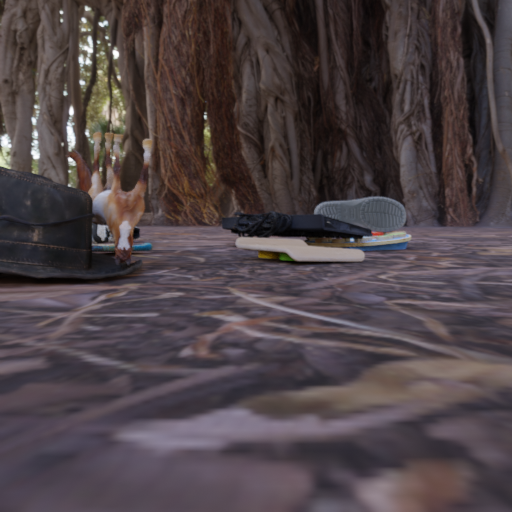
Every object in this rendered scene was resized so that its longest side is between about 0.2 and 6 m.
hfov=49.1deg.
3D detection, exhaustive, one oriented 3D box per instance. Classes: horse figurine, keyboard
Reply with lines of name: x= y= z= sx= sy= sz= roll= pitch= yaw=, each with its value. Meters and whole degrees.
horse figurine: x=-2.133 y=-0.950 z=8.210 sx=0.628 sy=1.666 sz=2.514 roll=-1 pitch=14 yaw=-35
keyboard: x=0.521 y=-0.450 z=13.246 sx=2.240 sy=0.853 sz=4.304 roll=12 pitch=-5 yaw=-32

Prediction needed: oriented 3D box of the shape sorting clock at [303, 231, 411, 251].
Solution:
shape sorting clock: x=2.468 y=-0.431 z=13.833 sx=2.627 sy=0.515 sz=2.627 roll=0 pitch=3 yaw=0

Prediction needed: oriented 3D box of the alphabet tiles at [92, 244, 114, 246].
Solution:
alphabet tiles: x=-4.341 y=-0.213 z=13.848 sx=2.252 sy=0.071 sz=1.874 roll=-3 pitch=5 yaw=-42

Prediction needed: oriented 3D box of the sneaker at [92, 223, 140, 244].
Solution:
sneaker: x=-4.200 y=-0.748 z=16.680 sx=0.891 sy=0.769 sz=2.032 roll=2 pitch=5 yaw=18

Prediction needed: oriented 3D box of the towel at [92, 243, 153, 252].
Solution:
towel: x=-3.058 y=-0.167 z=11.454 sx=1.160 sy=0.172 sz=1.581 roll=-2 pitch=-1 yaw=34

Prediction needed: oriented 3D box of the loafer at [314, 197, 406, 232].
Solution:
loafer: x=2.606 y=-1.078 z=14.249 sx=2.376 sy=0.893 sz=0.828 roll=3 pitch=5 yaw=-4

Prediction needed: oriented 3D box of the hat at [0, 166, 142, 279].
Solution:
hat: x=-3.263 y=-0.474 z=7.366 sx=3.556 sy=1.435 sz=3.556 roll=2 pitch=4 yaw=0

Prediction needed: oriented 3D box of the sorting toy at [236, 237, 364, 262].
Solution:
sorting toy: x=0.739 y=-0.058 z=9.828 sx=1.633 sy=0.322 sz=1.764 roll=1 pitch=8 yaw=-34
